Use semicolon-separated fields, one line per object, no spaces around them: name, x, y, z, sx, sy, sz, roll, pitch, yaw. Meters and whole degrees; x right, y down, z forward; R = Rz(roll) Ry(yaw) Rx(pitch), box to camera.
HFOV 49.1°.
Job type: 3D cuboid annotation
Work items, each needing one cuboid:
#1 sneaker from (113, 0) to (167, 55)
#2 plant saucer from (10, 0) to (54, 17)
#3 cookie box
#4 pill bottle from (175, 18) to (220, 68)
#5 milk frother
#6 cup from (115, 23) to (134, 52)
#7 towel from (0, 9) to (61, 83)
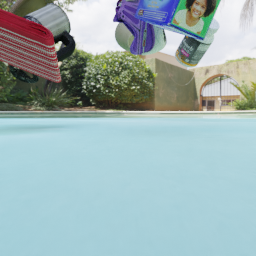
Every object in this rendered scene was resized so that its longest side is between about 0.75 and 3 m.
sneaker;0.075;-3.090;6.714;1.140;2.732;1.102;-16;0;10
plant saucer;-3.441;-3.766;9.848;0.338;2.293;2.293;34;7;6
cookie box;1.090;-2.870;5.077;0.801;2.132;1.824;13;20;-24
pill bottle;2.759;-3.465;11.246;1.118;1.118;1.922;-1;-35;-22
milk frother;-2.979;-2.715;9.259;2.041;1.842;1.920;-18;23;45
cup;0.222;-3.648;11.316;1.408;1.408;1.007;-1;37;-12
towel;-2.673;-2.018;6.985;1.996;0.310;2.761;22;-13;-5
